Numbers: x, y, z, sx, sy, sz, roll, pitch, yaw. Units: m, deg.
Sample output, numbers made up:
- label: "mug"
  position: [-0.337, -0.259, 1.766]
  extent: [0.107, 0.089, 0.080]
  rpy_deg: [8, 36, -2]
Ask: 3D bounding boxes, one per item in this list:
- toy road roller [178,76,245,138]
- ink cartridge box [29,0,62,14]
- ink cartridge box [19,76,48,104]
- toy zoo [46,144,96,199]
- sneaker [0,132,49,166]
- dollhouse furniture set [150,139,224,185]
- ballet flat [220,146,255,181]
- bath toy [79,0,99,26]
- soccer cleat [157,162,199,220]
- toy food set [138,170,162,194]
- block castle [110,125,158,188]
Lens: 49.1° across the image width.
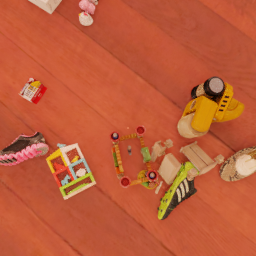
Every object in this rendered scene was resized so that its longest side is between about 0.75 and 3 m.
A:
- label: "toy road roller"
  position: [3.272, -0.592, 10.846]
  extent: [1.866, 1.571, 2.556]
  rpy_deg: [28, 80, -7]
- label: "ink cartridge box"
  position: [-3.460, -6.318, 12.278]
  extent: [1.447, 0.840, 2.006]
  rpy_deg: [33, 81, 6]
- label: "ink cartridge box"
  position: [-3.908, -1.544, 11.592]
  extent: [0.771, 0.368, 0.878]
  rpy_deg: [30, 80, 5]
- label: "toy zoo"
  position: [-2.312, 1.558, 11.066]
  extent: [1.371, 0.214, 2.090]
  rpy_deg: [-27, 80, -5]
- label: "sneaker"
  position: [-4.267, 0.757, 11.014]
  extent: [2.196, 0.867, 1.047]
  rpy_deg: [-16, 64, -7]
- label: "dollhouse furniture set"
  position: [2.276, 1.218, 11.085]
  extent: [2.209, 1.079, 1.884]
  rpy_deg: [-18, 53, -31]
- label: "ballet flat"
  position: [4.951, 1.138, 10.675]
  extent: [2.980, 1.122, 1.011]
  rpy_deg: [-25, 86, -5]
- label: "bath toy"
  position: [-1.749, -5.413, 12.188]
  extent: [0.813, 0.691, 1.869]
  rpy_deg: [11, 80, 2]
- label: "soccer cleat"
  position: [1.995, 2.469, 10.623]
  extent: [1.002, 0.835, 2.472]
  rpy_deg: [33, 80, -6]
- label: "toy food set"
  position: [0.855, 2.055, 10.906]
  extent: [1.027, 0.336, 0.604]
  rpy_deg: [33, 81, 6]
- label: "block castle"
  position: [0.170, 1.085, 10.606]
  extent: [1.465, 1.028, 2.192]
  rpy_deg: [-12, 72, -4]
